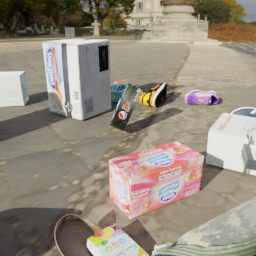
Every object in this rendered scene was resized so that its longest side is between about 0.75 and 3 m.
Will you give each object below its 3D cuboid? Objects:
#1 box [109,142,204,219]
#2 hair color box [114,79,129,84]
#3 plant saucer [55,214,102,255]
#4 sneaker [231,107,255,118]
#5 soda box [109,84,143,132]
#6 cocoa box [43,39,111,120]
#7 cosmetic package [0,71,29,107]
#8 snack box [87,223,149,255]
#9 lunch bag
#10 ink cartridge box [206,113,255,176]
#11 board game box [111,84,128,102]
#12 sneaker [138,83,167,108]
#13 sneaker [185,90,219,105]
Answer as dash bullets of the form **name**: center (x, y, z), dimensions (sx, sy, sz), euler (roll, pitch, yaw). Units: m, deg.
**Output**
- **box**: center (0.603, 1.033, 5.920), dimensions (1.854, 0.951, 0.877), euler (-11, 25, -29)
- **hair color box**: center (-0.332, -2.298, 14.940), dimensions (0.284, 0.471, 0.928), euler (19, 28, 39)
- **plant saucer**: center (-0.759, 1.818, 4.485), dimensions (0.956, 0.153, 0.956), euler (29, 24, -15)
- **sneaker**: center (4.464, -0.262, 9.463), dimensions (1.919, 0.719, 0.811), euler (4, 18, 11)
- **soda box**: center (-0.088, -0.661, 9.105), dimensions (0.526, 1.486, 0.471), euler (25, -1, -9)
- **cocoa box**: center (-1.923, -1.988, 10.965), dimensions (1.840, 2.805, 1.870), euler (14, 26, 32)
- **cosmetic package**: center (-5.100, -1.738, 12.331), dimensions (1.106, 1.342, 1.107), euler (-3, 22, -7)
- **snack box**: center (-0.168, 1.942, 4.413), dimensions (0.594, 0.221, 0.835), euler (-17, 37, -41)
- **lunch bag**: center (1.907, 1.697, 3.035), dimensions (2.878, 2.005, 2.414), euler (-14, 11, -31)
- **ink cartridge box**: center (3.443, 0.458, 7.257), dimensions (2.386, 0.999, 1.731), euler (12, 25, 28)
- **board game box**: center (-1.152, -1.703, 13.365), dimensions (2.184, 0.513, 1.649), euler (3, 22, 8)
- **sneaker**: center (1.123, -1.590, 12.713), dimensions (1.012, 0.787, 2.250), euler (10, 26, 17)
- **sneaker**: center (3.285, -1.274, 12.238), dimensions (1.569, 0.631, 0.694), euler (-4, 29, -12)
